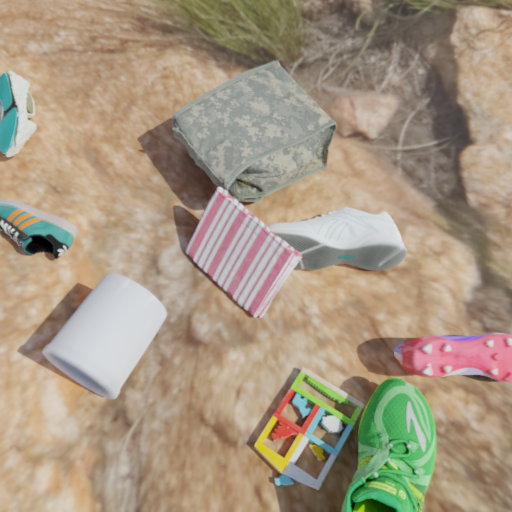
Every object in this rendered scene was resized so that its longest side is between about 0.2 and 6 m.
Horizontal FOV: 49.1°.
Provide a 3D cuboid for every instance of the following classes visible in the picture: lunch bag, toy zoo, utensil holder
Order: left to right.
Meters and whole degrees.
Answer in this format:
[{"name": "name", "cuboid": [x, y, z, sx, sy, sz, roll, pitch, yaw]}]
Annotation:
[{"name": "utensil holder", "cuboid": [-2.326, 1.240, 8.813, 1.306, 1.306, 1.537, 24, 60, 13]}, {"name": "lunch bag", "cuboid": [-0.113, -2.258, 10.736, 2.546, 1.497, 2.088, -27, 63, -20]}, {"name": "toy zoo", "cuboid": [0.761, 2.718, 8.579, 1.140, 0.178, 1.738, 30, 64, 16]}]

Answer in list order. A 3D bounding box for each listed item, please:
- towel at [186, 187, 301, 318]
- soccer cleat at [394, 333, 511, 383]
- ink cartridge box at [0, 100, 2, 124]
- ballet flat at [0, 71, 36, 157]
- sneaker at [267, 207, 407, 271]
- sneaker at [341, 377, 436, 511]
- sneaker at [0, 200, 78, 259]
[{"name": "towel", "cuboid": [-0.283, -0.057, 9.665, 1.968, 1.440, 0.294, 42, 26, 21]}, {"name": "soccer cleat", "cuboid": [3.372, 1.592, 8.961, 2.327, 0.890, 0.776, 2, 90, -15]}, {"name": "ink cartridge box", "cuboid": [-5.750, -2.993, 11.530, 0.620, 1.298, 1.478, -22, 57, 23]}, {"name": "ballet flat", "cuboid": [-4.877, -2.913, 11.568, 0.747, 0.747, 2.082, -10, 68, -6]}, {"name": "sneaker", "cuboid": [1.339, -0.342, 10.054, 2.561, 0.901, 1.026, 3, 50, -5]}, {"name": "sneaker", "cuboid": [1.841, 3.178, 7.629, 1.199, 1.353, 3.238, 16, 60, 10]}, {"name": "sneaker", "cuboid": [-4.217, -0.470, 10.171, 1.811, 0.646, 0.724, 16, 57, 8]}]
